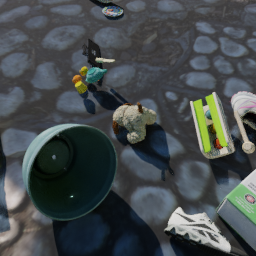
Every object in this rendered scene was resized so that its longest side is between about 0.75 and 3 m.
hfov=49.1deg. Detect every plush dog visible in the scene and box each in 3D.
[{"bbox_3d":[0.059,-0.337,8.697,1.197,1.118,1.393,7,48,36],"label":"plush dog"}]

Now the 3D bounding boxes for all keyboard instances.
[{"bbox_3d":[-1.480,-2.901,10.908,0.318,0.834,1.603,-38,39,28],"label":"keyboard"}]

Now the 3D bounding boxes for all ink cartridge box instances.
[{"bbox_3d":[3.725,1.794,6.881,2.451,1.030,1.788,-33,59,-23],"label":"ink cartridge box"}]

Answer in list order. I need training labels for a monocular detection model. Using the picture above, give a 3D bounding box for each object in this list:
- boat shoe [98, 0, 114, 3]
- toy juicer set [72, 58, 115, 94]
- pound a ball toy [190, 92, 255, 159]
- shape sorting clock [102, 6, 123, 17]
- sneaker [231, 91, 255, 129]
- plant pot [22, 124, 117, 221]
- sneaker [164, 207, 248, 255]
[{"bbox_3d":[-1.473,-6.803,13.951,2.278,0.795,0.811,37,41,27],"label":"boat shoe"},{"bbox_3d":[-1.237,-1.929,9.931,1.649,0.449,1.049,-39,40,-3],"label":"toy juicer set"},{"bbox_3d":[2.751,-0.003,8.158,1.352,0.881,2.073,-21,57,25],"label":"pound a ball toy"},{"bbox_3d":[-0.726,-5.518,13.206,0.957,0.188,0.957,0,52,0],"label":"shape sorting clock"},{"bbox_3d":[4.389,-0.352,8.715,2.363,0.961,1.042,10,53,18],"label":"sneaker"},{"bbox_3d":[-1.629,0.900,7.064,2.296,2.296,1.539,-37,32,-25],"label":"plant pot"},{"bbox_3d":[1.900,2.454,6.568,1.921,0.712,0.850,22,57,16],"label":"sneaker"}]
